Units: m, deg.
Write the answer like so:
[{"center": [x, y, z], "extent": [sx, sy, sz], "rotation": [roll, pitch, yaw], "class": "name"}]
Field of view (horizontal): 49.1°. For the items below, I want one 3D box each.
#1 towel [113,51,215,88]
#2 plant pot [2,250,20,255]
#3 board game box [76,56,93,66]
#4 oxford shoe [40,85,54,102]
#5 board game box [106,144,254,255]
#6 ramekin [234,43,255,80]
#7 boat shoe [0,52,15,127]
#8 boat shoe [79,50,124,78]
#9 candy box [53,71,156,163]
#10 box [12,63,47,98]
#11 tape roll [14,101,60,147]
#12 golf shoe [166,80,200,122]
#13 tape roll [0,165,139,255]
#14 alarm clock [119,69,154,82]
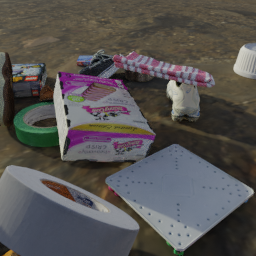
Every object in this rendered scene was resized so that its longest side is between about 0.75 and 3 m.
[{"center": [0.955, -1.468, 6.889], "extent": [2.375, 0.355, 1.738], "rotation": [15, 19, 10], "class": "towel"}, {"center": [-1.335, 2.080, 2.819], "extent": [1.174, 1.282, 1.282], "rotation": [-29, 39, -15], "class": "plant pot"}, {"center": [-1.243, -2.918, 12.094], "extent": [1.827, 0.178, 0.941], "rotation": [0, 29, 0], "class": "board game box"}, {"center": [-2.379, -1.009, 8.225], "extent": [0.475, 0.474, 1.331], "rotation": [-5, 12, -27], "class": "oxford shoe"}, {"center": [0.911, 1.144, 5.204], "extent": [1.960, 0.254, 1.960], "rotation": [-22, 38, -32], "class": "board game box"}, {"center": [5.149, -2.616, 10.806], "extent": [1.869, 0.981, 1.869], "rotation": [0, 31, 0], "class": "ramekin"}, {"center": [-3.796, -1.062, 7.845], "extent": [1.020, 1.019, 2.759], "rotation": [-9, 47, -14], "class": "boat shoe"}, {"center": [-0.936, -2.252, 10.030], "extent": [0.985, 0.911, 2.667], "rotation": [-24, 19, 39], "class": "boat shoe"}, {"center": [-0.707, -0.350, 6.580], "extent": [1.834, 0.820, 2.689], "rotation": [4, 33, -22], "class": "candy box"}, {"center": [-4.329, -1.612, 9.509], "extent": [2.891, 0.577, 1.980], "rotation": [-5, 31, -8], "class": "box"}, {"center": [-2.010, -0.155, 7.233], "extent": [1.724, 0.414, 1.724], "rotation": [0, 31, 0], "class": "tape roll"}, {"center": [1.685, -1.237, 8.273], "extent": [0.991, 1.231, 2.532], "rotation": [-2, 29, 2], "class": "golf shoe"}, {"center": [-0.822, 1.164, 3.683], "extent": [1.904, 1.904, 0.629], "rotation": [21, 81, 31], "class": "tape roll"}, {"center": [0.581, -2.097, 10.433], "extent": [1.599, 0.532, 1.079], "rotation": [15, 34, 18], "class": "alarm clock"}]
